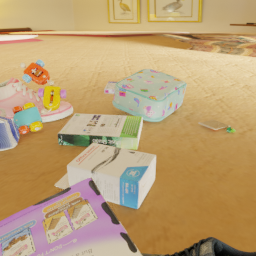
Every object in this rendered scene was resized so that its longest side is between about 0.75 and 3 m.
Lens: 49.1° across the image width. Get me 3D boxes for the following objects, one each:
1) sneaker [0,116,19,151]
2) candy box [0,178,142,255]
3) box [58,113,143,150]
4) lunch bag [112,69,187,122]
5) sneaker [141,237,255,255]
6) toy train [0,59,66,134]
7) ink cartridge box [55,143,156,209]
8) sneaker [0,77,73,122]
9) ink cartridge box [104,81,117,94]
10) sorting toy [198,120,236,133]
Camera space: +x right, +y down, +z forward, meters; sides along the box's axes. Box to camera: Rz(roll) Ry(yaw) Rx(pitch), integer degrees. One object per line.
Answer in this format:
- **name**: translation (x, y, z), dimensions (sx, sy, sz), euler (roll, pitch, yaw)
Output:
- **sneaker**: translation (-4.713, -0.159, 8.537), dimensions (2.927, 1.183, 1.690), euler (0, 26, 3)
- **candy box**: translation (-0.864, 2.102, 2.996), dimensions (2.381, 1.015, 2.839), euler (-24, 31, -17)
- **box**: translation (-0.794, 0.062, 8.990), dimensions (2.424, 0.440, 1.749), euler (2, 24, 8)
- **lunch bag**: translation (0.857, -1.380, 11.050), dimensions (2.312, 1.111, 2.883), euler (22, 32, 24)
- **sneaker**: translation (0.908, 1.974, 3.961), dimensions (2.359, 0.955, 0.871), euler (1, 23, 6)
- **toy train**: translation (-3.250, -0.981, 9.529), dimensions (1.985, 0.735, 2.643), euler (27, 67, 5)
- **ink cartridge box**: translation (-0.540, 0.993, 6.507), dimensions (2.127, 0.709, 1.232), euler (9, 25, 20)
- **sneaker**: translation (-3.534, -1.051, 10.116), dimensions (2.999, 1.567, 1.129), euler (-5, 21, -13)
- **ink cartridge box**: translation (-0.685, -2.013, 13.866), dimensions (0.788, 0.277, 1.321), euler (2, 27, 5)
- **sorting toy**: translation (3.054, -0.035, 9.512), dimensions (0.825, 0.164, 1.117), euler (-8, 21, -29)
